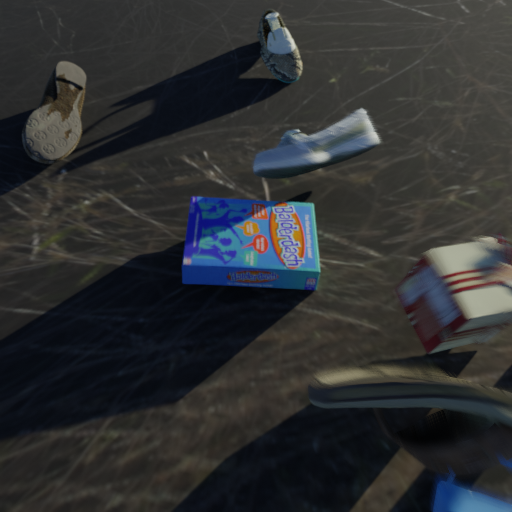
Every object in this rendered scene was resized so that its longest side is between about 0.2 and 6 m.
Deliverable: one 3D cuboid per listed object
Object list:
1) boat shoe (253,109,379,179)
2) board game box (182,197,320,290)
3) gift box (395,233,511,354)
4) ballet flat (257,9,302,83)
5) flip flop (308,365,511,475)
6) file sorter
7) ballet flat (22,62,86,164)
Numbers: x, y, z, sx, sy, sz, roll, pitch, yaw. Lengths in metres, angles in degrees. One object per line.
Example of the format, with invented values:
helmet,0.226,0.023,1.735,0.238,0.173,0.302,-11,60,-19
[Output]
boat shoe,1.023,-1.973,9.925,2.508,0.925,0.804,-19,89,-20
board game box,-0.077,-0.224,8.818,2.044,0.460,1.554,3,46,-4
gift box,2.771,0.424,7.478,1.238,1.223,1.325,-7,64,-23
ballet flat,0.478,-5.143,13.323,0.872,0.968,2.572,-10,47,-4
flip flop,2.240,1.827,5.936,3.442,1.396,0.991,13,84,-9
file sorter,2.324,3.021,5.326,1.248,1.103,1.798,16,48,16
ballet flat,-4.071,-2.845,11.385,1.023,0.704,3.036,21,45,-28
